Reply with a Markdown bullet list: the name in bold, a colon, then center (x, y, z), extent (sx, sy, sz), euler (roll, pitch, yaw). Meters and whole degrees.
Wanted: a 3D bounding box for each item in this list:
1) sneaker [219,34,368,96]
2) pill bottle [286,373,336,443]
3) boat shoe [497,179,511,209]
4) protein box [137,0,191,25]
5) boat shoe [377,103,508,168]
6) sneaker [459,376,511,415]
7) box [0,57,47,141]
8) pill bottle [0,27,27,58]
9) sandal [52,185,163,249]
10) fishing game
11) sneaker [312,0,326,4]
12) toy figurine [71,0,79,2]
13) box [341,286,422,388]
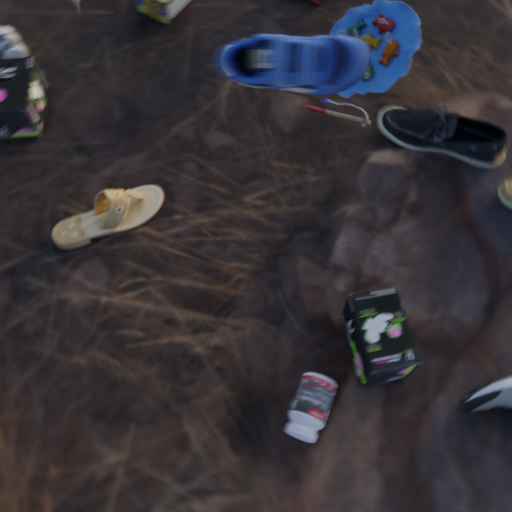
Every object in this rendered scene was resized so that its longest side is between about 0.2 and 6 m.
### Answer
- **sneaker**: center (0.451, -2.610, 7.618), extent (2.107, 0.867, 0.779), euler (5, 99, 27)
- **pill bottle**: center (0.892, 2.488, 9.185), extent (0.588, 0.588, 1.014), euler (20, 65, 9)
- **boat shoe**: center (5.938, -1.323, 10.923), extent (2.251, 0.857, 0.807), euler (1, 64, 0)
- **protein box**: center (-2.227, -6.270, 13.509), extent (0.928, 0.631, 0.935), euler (30, 67, 14)
- **boat shoe**: center (3.871, -2.614, 11.590), extent (2.692, 0.838, 1.004), euler (20, 67, 11)
- **sneaker**: center (4.399, 2.374, 9.155), extent (2.117, 0.782, 0.839), euler (-6, 68, -3)
- **box**: center (-5.176, -3.322, 11.882), extent (1.111, 0.930, 1.496), euler (-4, 63, -2)
- **pill bottle**: center (-5.667, -4.823, 12.876), extent (0.483, 0.483, 0.854), euler (-30, 67, -14)
- **sandal**: center (-2.860, -0.883, 10.764), extent (2.285, 0.752, 0.838), euler (-27, 67, -13)
- **fishing game**: center (1.928, -3.660, 9.807), extent (1.920, 0.417, 2.681), euler (27, 94, 35)
- **sneaker**: center (1.672, -7.348, 13.884), extent (0.987, 0.936, 2.403), euler (26, 66, 13)
- **toy figurine**: center (-2.932, -4.711, 8.842), extent (0.850, 1.420, 0.749), euler (-18, 89, 16)
- **box**: center (2.073, 1.389, 9.482), extent (0.859, 1.026, 1.382), euler (-9, 64, -5)
